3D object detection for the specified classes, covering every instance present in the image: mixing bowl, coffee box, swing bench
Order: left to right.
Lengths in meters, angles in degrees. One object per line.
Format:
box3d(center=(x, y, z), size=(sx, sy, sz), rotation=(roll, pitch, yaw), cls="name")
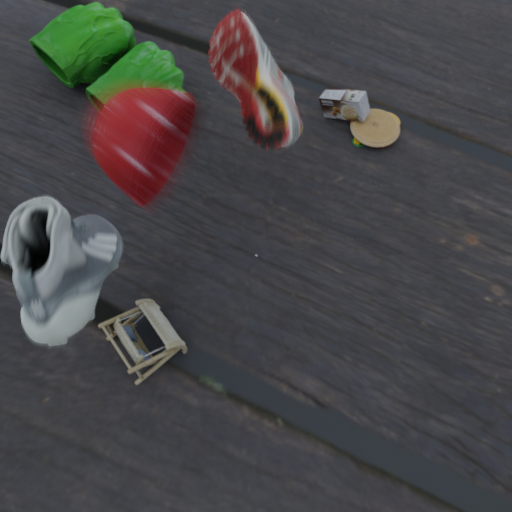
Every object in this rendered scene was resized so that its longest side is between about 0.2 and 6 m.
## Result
box3d(center=(-2.015, -2.028, 9.510), size=(1.133, 2.091, 2.091), rotation=(27, 64, 2), cls="mixing bowl")
box3d(center=(-2.008, 1.475, 10.056), size=(1.129, 0.733, 1.123), rotation=(-33, 66, -17), cls="swing bench")
box3d(center=(1.991, -3.408, 12.618), size=(1.016, 0.581, 0.405), rotation=(18, 60, 33), cls="coffee box")

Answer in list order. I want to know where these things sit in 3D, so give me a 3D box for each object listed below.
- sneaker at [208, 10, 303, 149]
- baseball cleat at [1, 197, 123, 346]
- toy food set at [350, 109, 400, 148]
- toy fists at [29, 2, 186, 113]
box3d(center=(0.007, -3.036, 9.810), size=(0.995, 1.050, 2.557), rotation=(-23, 87, 33), cls="sneaker")
box3d(center=(-2.556, -0.212, 7.735), size=(1.113, 1.698, 3.191), rotation=(-10, 29, -5), cls="baseball cleat")
box3d(center=(2.678, -2.896, 12.697), size=(1.140, 0.280, 1.151), rotation=(10, 62, 6), cls="toy food set")
box3d(center=(-3.248, -4.329, 12.914), size=(2.026, 1.367, 3.974), rotation=(-43, 71, -13), cls="toy fists")
